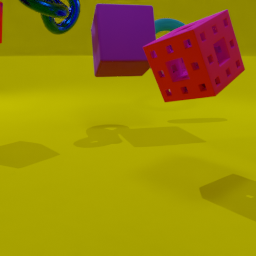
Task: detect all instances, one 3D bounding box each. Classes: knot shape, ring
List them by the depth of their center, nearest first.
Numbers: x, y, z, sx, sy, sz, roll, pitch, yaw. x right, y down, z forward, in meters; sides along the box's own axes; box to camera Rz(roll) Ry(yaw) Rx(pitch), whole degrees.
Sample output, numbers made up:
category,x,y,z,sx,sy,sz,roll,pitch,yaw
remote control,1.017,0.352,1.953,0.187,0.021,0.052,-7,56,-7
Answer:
category,x,y,z,sx,sy,sz,roll,pitch,yaw
knot shape,-1.932,-3.294,7.221,0.937,2.028,1.898,-16,-27,17
ring,1.228,-2.456,8.462,1.825,1.825,0.365,-2,-11,-8

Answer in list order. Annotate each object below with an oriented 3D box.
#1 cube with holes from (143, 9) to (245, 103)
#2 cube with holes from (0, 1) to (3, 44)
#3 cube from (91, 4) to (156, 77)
category,x,y,z,sx,sy,sz,roll,pitch,yaw
cube with holes,0.981,-1.025,4.137,0.914,0.914,0.914,-37,22,-34
cube with holes,-3.355,-2.333,5.863,0.953,0.953,0.953,37,43,13
cube,-0.149,-2.112,7.006,1.356,1.356,1.356,-4,-4,-13
